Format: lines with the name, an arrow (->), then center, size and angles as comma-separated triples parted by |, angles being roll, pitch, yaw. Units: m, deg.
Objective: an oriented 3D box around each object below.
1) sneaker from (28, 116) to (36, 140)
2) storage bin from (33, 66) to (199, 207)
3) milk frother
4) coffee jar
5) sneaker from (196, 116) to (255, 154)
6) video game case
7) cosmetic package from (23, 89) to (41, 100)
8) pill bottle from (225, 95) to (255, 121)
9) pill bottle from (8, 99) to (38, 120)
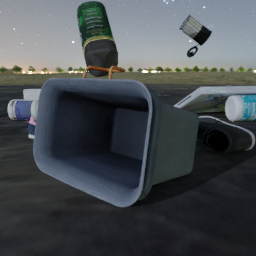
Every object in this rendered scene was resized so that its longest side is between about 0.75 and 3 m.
sneaker -> -1.763, -0.063, 7.085 | 1.456, 0.597, 0.511 | -6, 12, -28
storage bin -> -0.127, -0.009, 4.472 | 2.435, 1.772, 1.635 | 10, 4, 42
milk frother -> 2.102, -3.054, 9.416 | 0.942, 1.002, 0.904 | 33, -16, -9
coffee jar -> -1.154, -3.292, 10.402 | 1.193, 2.796, 1.458 | -10, -32, -8
sneaker -> 1.740, 0.103, 6.122 | 0.871, 0.621, 1.756 | -3, 14, -40
video game case -> 3.330, -1.023, 10.566 | 2.701, 0.297, 2.462 | -4, -11, -16
cosmetic package -> -3.492, -1.210, 12.122 | 1.794, 0.965, 0.761 | 2, 11, 3
pill bottle -> 4.230, -0.685, 9.580 | 1.579, 0.875, 0.875 | -2, 11, -9
pill bottle -> -3.386, -0.623, 9.680 | 1.292, 0.717, 0.717 | 1, 11, 9
